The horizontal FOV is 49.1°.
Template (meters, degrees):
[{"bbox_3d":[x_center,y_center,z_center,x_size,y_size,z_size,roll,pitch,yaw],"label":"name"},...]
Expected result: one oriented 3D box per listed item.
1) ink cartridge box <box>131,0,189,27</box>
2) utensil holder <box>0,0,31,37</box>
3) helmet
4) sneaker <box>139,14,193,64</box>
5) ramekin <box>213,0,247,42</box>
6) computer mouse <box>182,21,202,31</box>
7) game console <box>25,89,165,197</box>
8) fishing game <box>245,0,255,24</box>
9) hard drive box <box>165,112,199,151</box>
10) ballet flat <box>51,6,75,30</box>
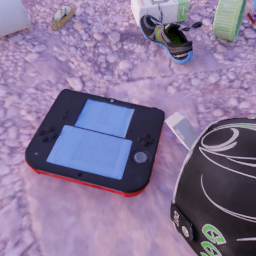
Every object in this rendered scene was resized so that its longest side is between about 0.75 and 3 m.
[{"bbox_3d":[1.046,-4.171,9.505,1.687,0.709,1.228,-10,56,-7],"label":"ink cartridge box"},{"bbox_3d":[-3.980,-3.521,8.767,1.418,1.205,1.205,-28,60,-17],"label":"utensil holder"},{"bbox_3d":[2.414,1.227,4.296,2.775,2.911,2.911,18,54,37],"label":"helmet"},{"bbox_3d":[1.199,-2.859,8.463,0.783,0.915,2.209,-29,60,-21],"label":"sneaker"},{"bbox_3d":[3.117,-3.409,8.610,0.680,1.393,1.393,17,56,22],"label":"ramekin"},{"bbox_3d":[2.147,-3.402,9.327,0.775,0.132,0.227,-24,59,-16],"label":"computer mouse"},{"bbox_3d":[-0.696,0.201,6.579,2.821,0.438,2.495,14,56,7],"label":"game console"},{"bbox_3d":[5.152,-3.906,9.521,2.930,0.456,2.098,-3,55,-11],"label":"fishing game"},{"bbox_3d":[1.235,0.072,6.220,0.357,0.931,0.725,-38,98,4],"label":"hard drive box"},{"bbox_3d":[-2.180,-3.836,9.455,0.455,0.418,1.326,15,56,10],"label":"ballet flat"}]
